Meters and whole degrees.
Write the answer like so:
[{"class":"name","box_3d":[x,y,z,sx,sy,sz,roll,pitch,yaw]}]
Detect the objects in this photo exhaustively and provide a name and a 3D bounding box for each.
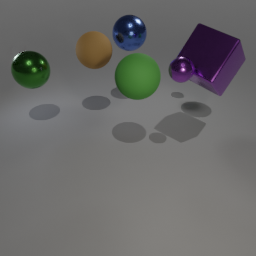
[{"class":"ball","box_3d":[-1.299,-2.976,10.742,1.400,1.400,1.400,0,32,0]},{"class":"cube","box_3d":[2.500,-2.037,8.529,1.400,1.400,1.400,36,8,29]},{"class":"ball","box_3d":[1.465,-1.597,7.697,0.700,0.700,0.700,0,32,0]},{"class":"ball","box_3d":[0.292,-1.559,8.519,1.400,1.400,1.400,0,32,0]},{"class":"ball","box_3d":[0.061,-3.839,11.349,1.400,1.400,1.400,0,32,0]},{"class":"ball","box_3d":[-3.626,-2.169,10.485,1.400,1.400,1.400,0,32,0]}]
